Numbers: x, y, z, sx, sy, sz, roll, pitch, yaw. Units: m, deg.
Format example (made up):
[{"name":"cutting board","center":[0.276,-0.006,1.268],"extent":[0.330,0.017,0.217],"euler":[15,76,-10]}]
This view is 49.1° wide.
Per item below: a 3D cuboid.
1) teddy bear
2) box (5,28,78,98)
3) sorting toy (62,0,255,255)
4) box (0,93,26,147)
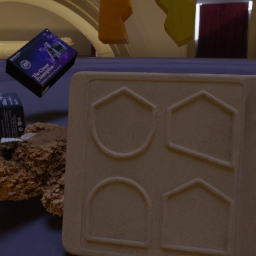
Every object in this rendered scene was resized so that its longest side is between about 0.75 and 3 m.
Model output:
[{"name":"teddy bear","center":[-1.193,0.519,4.031],"extent":[1.951,0.898,2.691],"euler":[15,20,33]},{"name":"box","center":[-2.494,-1.934,8.223],"extent":[1.230,0.687,1.742],"euler":[36,56,-4]},{"name":"sorting toy","center":[0.336,-0.020,2.759],"extent":[1.992,2.674,0.358],"euler":[3,0,13]},{"name":"box","center":[-3.146,-0.102,6.027],"extent":[1.656,1.044,1.685],"euler":[-9,19,-25]}]
